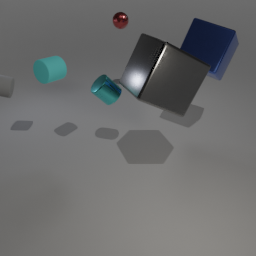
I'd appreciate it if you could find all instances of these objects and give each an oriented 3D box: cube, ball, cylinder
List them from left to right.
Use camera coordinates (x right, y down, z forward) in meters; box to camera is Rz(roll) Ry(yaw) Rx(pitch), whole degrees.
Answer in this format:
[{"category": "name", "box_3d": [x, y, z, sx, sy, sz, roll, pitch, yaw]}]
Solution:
[{"category": "cylinder", "box_3d": [-4.225, -1.405, 9.328, 0.700, 0.700, 0.700, 11, 29, -14]}, {"category": "cylinder", "box_3d": [-2.302, -1.727, 8.284, 0.700, 0.700, 0.700, 19, 32, 28]}, {"category": "cylinder", "box_3d": [-0.673, -1.174, 8.658, 0.700, 0.700, 0.700, -31, 38, 29]}, {"category": "ball", "box_3d": [-0.322, -4.657, 12.137, 0.700, 0.700, 0.700, 0, 31, 0]}, {"category": "cube", "box_3d": [0.852, -1.320, 6.950, 1.400, 1.400, 1.400, 18, 18, -28]}, {"category": "cube", "box_3d": [2.655, -2.564, 9.293, 1.400, 1.400, 1.400, 28, 12, 22]}]
